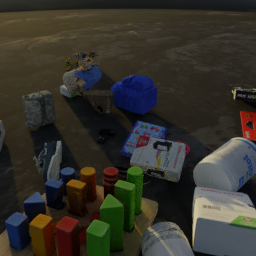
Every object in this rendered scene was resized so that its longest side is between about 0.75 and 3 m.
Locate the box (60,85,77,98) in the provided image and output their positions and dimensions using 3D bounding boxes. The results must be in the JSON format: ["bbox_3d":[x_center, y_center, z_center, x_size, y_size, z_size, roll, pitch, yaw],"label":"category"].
[{"bbox_3d":[-2.849,-1.963,14.213,0.792,0.434,0.897,21,36,34],"label":"box"}]

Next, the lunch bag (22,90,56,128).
[{"bbox_3d":[-3.575,-0.740,11.178,1.127,1.343,0.936,-13,28,-27],"label":"lunch bag"}]

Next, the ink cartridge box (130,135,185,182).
[{"bbox_3d":[0.941,0.909,8.570,1.469,0.608,1.070,11,54,17],"label":"ink cartridge box"}]

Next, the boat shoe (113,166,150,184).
[{"bbox_3d":[0.076,1.401,8.337,1.200,0.376,0.439,8,30,12],"label":"boat shoe"}]

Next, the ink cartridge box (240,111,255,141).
[{"bbox_3d":[5.712,-0.223,11.015,2.230,0.559,2.569,9,30,14],"label":"ink cartridge box"}]

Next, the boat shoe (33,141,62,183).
[{"bbox_3d":[-2.446,1.007,8.570,0.674,0.816,2.178,-2,28,-6],"label":"boat shoe"}]

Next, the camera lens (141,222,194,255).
[{"bbox_3d":[0.823,2.625,5.516,0.980,0.980,1.225,-5,30,-9],"label":"camera lens"}]

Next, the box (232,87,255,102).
[{"bbox_3d":[5.906,-1.509,12.852,2.047,0.504,2.120,6,14,16],"label":"box"}]

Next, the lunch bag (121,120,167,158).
[{"bbox_3d":[0.541,0.558,9.614,1.162,0.726,1.544,15,42,21],"label":"lunch bag"}]

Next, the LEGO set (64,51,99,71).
[{"bbox_3d":[-3.026,-4.446,17.801,1.634,1.231,2.125,18,34,29],"label":"LEGO set"}]

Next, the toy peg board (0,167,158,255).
[{"bbox_3d":[-1.059,1.811,6.283,2.910,1.429,2.922,11,26,19],"label":"toy peg board"}]

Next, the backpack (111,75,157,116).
[{"bbox_3d":[0.213,-1.565,12.437,1.853,1.555,1.506,14,25,30],"label":"backpack"}]

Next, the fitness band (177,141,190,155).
[{"bbox_3d":[1.727,0.708,9.785,0.632,0.165,0.880,-28,39,-36],"label":"fitness band"}]

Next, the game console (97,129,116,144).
[{"bbox_3d":[-0.898,0.298,10.539,0.583,0.119,0.989,10,29,18],"label":"game console"}]

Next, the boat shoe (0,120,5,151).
[{"bbox_3d":[-5.001,0.412,9.823,0.963,0.776,2.077,-13,24,-8],"label":"boat shoe"}]

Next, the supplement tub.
[{"bbox_3d":[2.864,1.121,7.963,1.835,1.211,1.211,-26,39,-37],"label":"supplement tub"}]

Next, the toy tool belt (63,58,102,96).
[{"bbox_3d":[-1.915,-2.562,13.532,1.429,1.452,2.326,-1,39,43],"label":"toy tool belt"}]

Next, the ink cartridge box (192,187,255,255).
[{"bbox_3d":[2.134,2.041,6.257,1.321,0.763,1.809,7,9,12],"label":"ink cartridge box"}]

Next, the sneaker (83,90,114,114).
[{"bbox_3d":[-1.389,-1.144,12.372,0.954,1.023,2.707,-4,6,-21],"label":"sneaker"}]
